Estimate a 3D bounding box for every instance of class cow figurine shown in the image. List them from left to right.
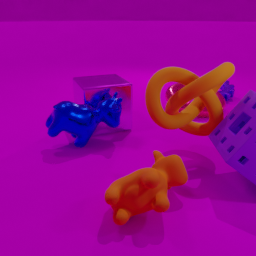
[{"bbox_3d":[-1.017,-0.338,6.945,1.679,1.652,0.922,25,18,-34],"label":"cow figurine"},{"bbox_3d":[0.324,0.992,4.931,1.497,0.822,1.473,-21,5,4],"label":"cow figurine"}]

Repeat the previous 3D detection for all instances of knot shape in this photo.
[{"bbox_3d":[1.434,-0.511,6.238,2.036,1.905,0.941,-20,45,0],"label":"knot shape"}]

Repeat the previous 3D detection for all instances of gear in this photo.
[{"bbox_3d":[3.387,-1.538,11.047,1.530,0.283,1.530,-1,37,0],"label":"gear"}]

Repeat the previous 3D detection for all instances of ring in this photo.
[{"bbox_3d":[2.320,-1.023,9.701,2.086,0.417,2.086,5,33,-3],"label":"ring"}]

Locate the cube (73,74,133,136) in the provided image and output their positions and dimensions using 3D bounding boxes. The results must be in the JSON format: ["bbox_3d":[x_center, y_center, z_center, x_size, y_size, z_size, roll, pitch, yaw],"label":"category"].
[{"bbox_3d":[-0.754,-0.721,8.186,1.387,1.387,1.387,-9,25,-20],"label":"cube"}]

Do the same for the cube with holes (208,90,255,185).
[{"bbox_3d":[2.553,0.269,5.278,1.262,1.262,1.262,35,17,-10],"label":"cube with holes"}]
